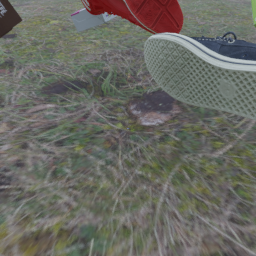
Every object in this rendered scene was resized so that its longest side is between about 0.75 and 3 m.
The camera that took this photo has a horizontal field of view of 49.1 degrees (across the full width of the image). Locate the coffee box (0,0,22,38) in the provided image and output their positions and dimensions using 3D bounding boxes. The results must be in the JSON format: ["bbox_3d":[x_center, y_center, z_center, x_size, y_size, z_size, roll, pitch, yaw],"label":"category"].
[{"bbox_3d":[-1.660,-1.442,3.071,0.423,0.607,1.061,-41,51,-8],"label":"coffee box"}]

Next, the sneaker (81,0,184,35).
[{"bbox_3d":[-0.044,-2.722,6.038,2.498,0.979,1.443,36,-7,-13],"label":"sneaker"}]

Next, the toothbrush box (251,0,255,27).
[{"bbox_3d":[3.600,-2.505,5.907,1.571,0.676,1.144,-10,-17,41],"label":"toothbrush box"}]

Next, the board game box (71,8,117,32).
[{"bbox_3d":[-0.587,-3.374,7.874,1.248,0.544,1.691,4,38,44],"label":"board game box"}]

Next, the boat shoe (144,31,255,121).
[{"bbox_3d":[1.309,-0.805,3.985,0.832,0.997,2.672,-31,41,-33],"label":"boat shoe"}]
